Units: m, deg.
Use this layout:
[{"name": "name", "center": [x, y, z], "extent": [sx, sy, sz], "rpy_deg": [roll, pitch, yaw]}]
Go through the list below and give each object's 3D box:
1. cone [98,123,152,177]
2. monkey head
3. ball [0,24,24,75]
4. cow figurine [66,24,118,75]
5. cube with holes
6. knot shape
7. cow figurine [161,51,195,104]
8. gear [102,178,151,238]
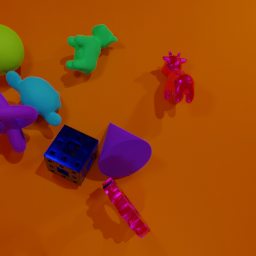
[{"name": "cone", "center": [-0.274, 0.311, 7.274], "extent": [1.371, 1.371, 1.376], "rpy_deg": [-21, 47, -5]}, {"name": "monkey head", "center": [-2.421, -0.676, 7.272], "extent": [1.264, 1.059, 1.757], "rpy_deg": [-43, 96, 14]}, {"name": "ball", "center": [-3.418, -2.044, 7.347], "extent": [1.303, 1.303, 1.303], "rpy_deg": [0, 75, 0]}, {"name": "cow figurine", "center": [-0.975, -2.184, 7.826], "extent": [1.412, 0.788, 1.435], "rpy_deg": [0, 98, -41]}, {"name": "cube with holes", "center": [-1.375, 0.691, 6.960], "extent": [0.945, 0.945, 0.945], "rpy_deg": [24, 59, 6]}, {"name": "knot shape", "center": [-3.113, -0.275, 6.676], "extent": [1.751, 1.871, 0.865], "rpy_deg": [28, 57, -3]}, {"name": "cow figurine", "center": [1.342, -1.385, 7.524], "extent": [0.748, 1.363, 1.341], "rpy_deg": [2, 100, -17]}, {"name": "gear", "center": [-0.047, 1.832, 6.486], "extent": [0.275, 1.485, 1.485], "rpy_deg": [-37, 78, -6]}]
